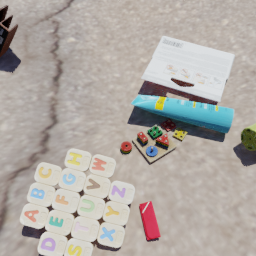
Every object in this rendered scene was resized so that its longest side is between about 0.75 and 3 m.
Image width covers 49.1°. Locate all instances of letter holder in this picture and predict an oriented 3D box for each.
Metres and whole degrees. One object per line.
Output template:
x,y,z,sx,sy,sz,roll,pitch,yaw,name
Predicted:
-4.094,-3.134,9.153,0.721,1.434,1.019,39,46,-15,letter holder

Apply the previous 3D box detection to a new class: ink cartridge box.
1.911,-1.804,8.938,2.480,0.554,2.185,19,59,13,ink cartridge box

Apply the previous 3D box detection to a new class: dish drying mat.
0.504,2.155,6.558,0.327,0.077,0.851,-15,57,2,dish drying mat

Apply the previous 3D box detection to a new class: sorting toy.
0.770,0.329,7.668,1.867,0.316,0.900,-28,60,-18,sorting toy

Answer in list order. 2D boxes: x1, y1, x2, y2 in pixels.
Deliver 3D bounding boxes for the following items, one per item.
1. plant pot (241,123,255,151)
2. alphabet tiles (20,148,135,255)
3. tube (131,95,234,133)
3.483,0.202,7.315,0.863,0.938,0.938,-14,58,-21,plant pot
-1.109,1.719,6.333,2.349,0.175,2.401,15,76,0,alphabet tiles
1.525,-0.505,8.011,2.788,0.703,1.080,14,17,10,tube
